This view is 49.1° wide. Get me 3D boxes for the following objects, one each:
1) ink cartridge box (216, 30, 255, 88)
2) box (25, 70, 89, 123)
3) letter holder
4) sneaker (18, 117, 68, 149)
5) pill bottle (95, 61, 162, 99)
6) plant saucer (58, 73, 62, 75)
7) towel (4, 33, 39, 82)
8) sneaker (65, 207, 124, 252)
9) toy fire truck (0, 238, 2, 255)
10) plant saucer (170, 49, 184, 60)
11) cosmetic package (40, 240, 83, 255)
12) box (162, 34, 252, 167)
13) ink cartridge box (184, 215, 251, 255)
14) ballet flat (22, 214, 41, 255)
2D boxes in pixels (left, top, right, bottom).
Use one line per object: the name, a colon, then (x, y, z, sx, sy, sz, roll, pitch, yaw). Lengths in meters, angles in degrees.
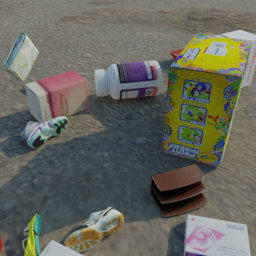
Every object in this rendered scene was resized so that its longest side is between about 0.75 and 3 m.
ink cartridge box: (3.835, -2.578, 11.431, 2.960, 2.154, 1.244, -20, 40, -26)
box: (-2.507, -1.119, 10.132, 1.959, 1.252, 1.067, -26, 45, -32)
letter holder: (1.308, 1.550, 6.912, 1.271, 0.639, 0.903, -12, 39, -17)
sneaker: (-2.856, -0.058, 9.199, 1.111, 0.617, 1.588, 24, 41, 29)
pill bottle: (-0.030, -1.875, 11.108, 2.491, 1.388, 1.388, -7, 36, -10)
plant saucer: (-3.470, -1.990, 12.331, 1.984, 0.188, 0.693, -29, 44, -35)
towel: (-3.850, -2.504, 10.126, 0.351, 1.246, 1.456, 22, 78, 7)
sneaker: (-0.779, 2.214, 6.197, 1.363, 0.515, 0.597, -18, 23, -27)
toy fire truck: (-3.649, 2.032, 5.770, 1.954, 1.428, 2.220, -8, 25, -10)
plant saucer: (3.930, -3.409, 14.020, 2.772, 0.510, 2.777, -15, 37, -21)
cosmetic package: (-1.046, 2.793, 5.246, 1.434, 0.511, 0.727, 15, 38, 21)
box: (2.415, -0.957, 8.531, 1.796, 2.836, 2.944, 14, 37, 20)
ink cartridge box: (1.852, 2.510, 5.856, 1.307, 0.288, 1.332, 7, 34, 9)
ballet flat: (-2.096, 2.337, 6.065, 0.352, 0.351, 1.052, -15, 39, -4)
